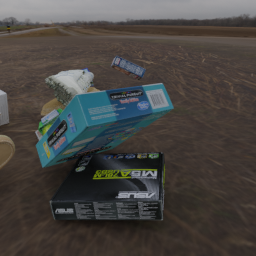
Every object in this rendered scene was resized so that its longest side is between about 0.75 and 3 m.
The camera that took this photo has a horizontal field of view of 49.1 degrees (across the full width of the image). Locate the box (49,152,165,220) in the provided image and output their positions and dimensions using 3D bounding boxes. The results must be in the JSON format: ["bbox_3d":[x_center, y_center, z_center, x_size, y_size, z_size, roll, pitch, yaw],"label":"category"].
[{"bbox_3d":[-0.240,0.991,5.138,1.814,0.431,1.751,-2,17,10],"label":"box"}]

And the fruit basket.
[{"bbox_3d":[-1.773,0.042,7.219,1.220,0.617,1.317,-36,35,-6],"label":"fruit basket"}]

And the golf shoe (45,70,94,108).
[{"bbox_3d":[-1.524,-1.279,7.908,1.300,1.047,2.674,-32,27,-11],"label":"golf shoe"}]

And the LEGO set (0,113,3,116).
[{"bbox_3d":[-4.001,-0.240,7.953,0.794,0.303,0.326,-48,40,-13],"label":"LEGO set"}]

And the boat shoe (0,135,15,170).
[{"bbox_3d":[-2.992,0.874,5.054,0.721,0.796,2.235,5,33,46],"label":"boat shoe"}]

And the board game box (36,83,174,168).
[{"bbox_3d":[-0.580,0.000,5.568,1.832,0.569,2.427,-13,-14,-37],"label":"board game box"}]

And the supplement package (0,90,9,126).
[{"bbox_3d":[-4.611,-0.518,8.278,1.035,1.048,1.729,25,33,31],"label":"supplement package"}]

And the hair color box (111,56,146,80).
[{"bbox_3d":[-0.001,-2.632,12.358,1.422,0.430,0.711,23,-5,-11],"label":"hair color box"}]

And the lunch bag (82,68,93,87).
[{"bbox_3d":[-2.068,-2.113,12.355,0.899,0.764,0.573,-25,45,-14],"label":"lunch bag"}]

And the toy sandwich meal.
[{"bbox_3d":[-1.742,-0.671,9.181,2.256,0.773,2.256,-17,20,6],"label":"toy sandwich meal"}]
